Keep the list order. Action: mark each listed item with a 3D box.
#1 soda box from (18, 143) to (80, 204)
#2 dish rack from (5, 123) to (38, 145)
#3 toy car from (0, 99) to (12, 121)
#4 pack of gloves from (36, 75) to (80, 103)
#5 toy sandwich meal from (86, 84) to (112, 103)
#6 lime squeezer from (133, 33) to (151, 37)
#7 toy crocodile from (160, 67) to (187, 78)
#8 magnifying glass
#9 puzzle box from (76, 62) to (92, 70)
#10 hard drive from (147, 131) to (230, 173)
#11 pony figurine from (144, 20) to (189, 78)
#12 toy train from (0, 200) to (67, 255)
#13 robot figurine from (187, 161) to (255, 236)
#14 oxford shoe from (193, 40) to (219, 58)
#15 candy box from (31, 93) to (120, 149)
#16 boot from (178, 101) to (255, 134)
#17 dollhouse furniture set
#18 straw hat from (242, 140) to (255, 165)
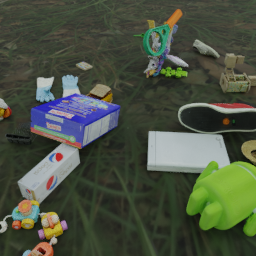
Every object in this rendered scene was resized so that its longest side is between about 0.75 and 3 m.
[{"bbox_3d":[-2.400,1.371,8.791,0.653,0.698,2.050,20,42,23],"label":"soda box"},{"bbox_3d":[-3.877,0.123,10.657,0.997,0.355,1.300,9,39,9],"label":"dish rack"},{"bbox_3d":[-5.169,-0.737,11.563,0.651,0.760,0.868,11,21,-48],"label":"toy car"},{"bbox_3d":[-3.339,-2.033,13.282,2.013,0.473,2.396,-9,40,-10],"label":"pack of gloves"},{"bbox_3d":[-1.327,-1.389,12.428,1.472,0.504,1.472,0,38,0],"label":"toy sandwich meal"},{"bbox_3d":[1.103,-6.256,18.776,1.420,0.268,0.501,-9,39,-10],"label":"lime squeezer"},{"bbox_3d":[2.336,-2.802,14.324,1.380,0.426,0.466,4,79,4],"label":"toy crocodile"},{"bbox_3d":[1.545,-4.126,11.921,0.310,1.102,2.769,4,51,48],"label":"magnifying glass"},{"bbox_3d":[-2.391,-3.375,15.262,0.798,0.101,0.531,30,47,33],"label":"puzzle box"},{"bbox_3d":[2.039,0.821,9.765,2.676,0.357,1.765,3,38,3],"label":"hard drive"},{"bbox_3d":[1.802,-4.043,14.517,2.277,2.734,2.639,23,27,37],"label":"pony figurine"},{"bbox_3d":[-2.544,2.660,7.255,2.138,0.595,1.606,26,45,28],"label":"toy train"},{"bbox_3d":[2.795,1.809,7.684,2.434,1.408,2.135,-21,43,-25],"label":"robot figurine"},{"bbox_3d":[4.544,-4.530,16.418,1.891,0.711,0.546,43,99,32],"label":"oxford shoe"},{"bbox_3d":[-1.837,-0.368,10.268,2.171,0.989,2.568,18,24,21],"label":"candy box"},{"bbox_3d":[3.548,-0.560,11.003,2.996,1.085,2.161,4,17,15],"label":"boot"},{"bbox_3d":[5.424,-2.513,12.930,1.860,1.645,1.034,0,39,1],"label":"dollhouse furniture set"},{"bbox_3d":[4.411,0.995,9.407,1.243,0.526,1.243,-2,38,1],"label":"straw hat"}]
